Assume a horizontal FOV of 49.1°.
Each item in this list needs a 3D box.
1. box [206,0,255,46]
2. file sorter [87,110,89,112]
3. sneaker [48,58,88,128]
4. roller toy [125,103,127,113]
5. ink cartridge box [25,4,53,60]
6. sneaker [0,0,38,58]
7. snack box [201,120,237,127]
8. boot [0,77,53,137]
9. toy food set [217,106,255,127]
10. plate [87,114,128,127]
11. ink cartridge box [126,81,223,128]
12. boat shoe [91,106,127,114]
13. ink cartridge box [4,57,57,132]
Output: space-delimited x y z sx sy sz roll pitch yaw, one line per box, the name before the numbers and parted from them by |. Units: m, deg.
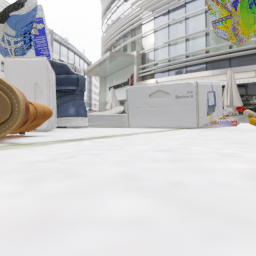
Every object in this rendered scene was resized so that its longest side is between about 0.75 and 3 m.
box | 2.483 -2.797 5.621 1.572 1.514 0.959 -31 37 1
file sorter | -2.179 -0.409 11.352 0.807 0.713 1.163 0 1 23
sneaker | -2.359 -0.997 8.506 2.834 2.048 1.077 -1 2 32
roller toy | 0.626 -1.084 17.794 1.256 1.640 1.797 -12 42 -22
ink cartridge box | -3.558 -3.153 10.450 1.272 2.686 0.498 -11 -1 -5
sneaker | -3.083 -2.776 8.062 2.943 1.133 1.114 -17 29 55
snack box | 3.184 -0.172 10.359 2.171 0.264 0.781 -1 2 -44
boot | -1.278 -0.130 3.011 1.664 0.638 1.292 -8 -7 31
toy food set | 4.517 -0.414 11.256 0.735 0.780 1.633 14 -9 -37
plate | -0.681 -0.250 10.004 2.738 0.443 2.732 0 0 26
ink cartridge box | 1.575 -0.778 8.812 2.159 1.300 2.971 -1 5 30
boat shoe | -1.166 -0.408 13.485 2.435 0.694 0.814 -12 30 25
ink cartridge box | -1.864 -0.597 5.582 0.751 1.300 1.780 -1 1 -9
